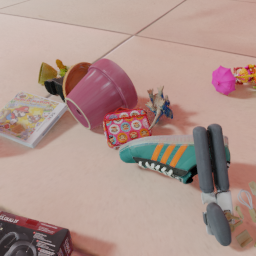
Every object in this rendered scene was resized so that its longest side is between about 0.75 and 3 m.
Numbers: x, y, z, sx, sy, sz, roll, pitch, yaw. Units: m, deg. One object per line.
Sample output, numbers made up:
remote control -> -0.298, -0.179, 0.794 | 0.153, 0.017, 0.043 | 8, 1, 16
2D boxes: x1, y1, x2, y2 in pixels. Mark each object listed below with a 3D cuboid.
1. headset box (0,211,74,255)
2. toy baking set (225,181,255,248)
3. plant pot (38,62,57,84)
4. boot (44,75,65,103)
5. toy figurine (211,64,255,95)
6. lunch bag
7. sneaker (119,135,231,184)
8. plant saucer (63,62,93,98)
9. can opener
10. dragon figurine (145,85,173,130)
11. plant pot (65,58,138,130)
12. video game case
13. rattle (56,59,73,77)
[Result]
headset box -> -2.041, 2.535, 5.047 | 1.524, 0.791, 2.048 | 10, 38, 12
toy baking set -> 2.550, 1.813, 5.789 | 0.988, 0.150, 1.287 | 37, 78, -7
plant pot -> -3.132, -2.089, 10.992 | 0.608, 0.857, 0.857 | 11, 33, -25
boot -> -1.911, -1.735, 10.502 | 2.119, 0.734, 1.845 | 29, 47, 34
toy figurine -> 4.146, -1.933, 10.388 | 2.084, 1.700, 2.265 | -5, 17, 9
lunch bag -> -0.044, -0.063, 8.171 | 1.328, 0.544, 1.170 | -10, 72, -13
sneaker -> 1.044, 0.802, 6.773 | 2.720, 0.971, 1.087 | -5, 71, 19
plant saucer -> -1.514, -1.368, 9.379 | 0.308, 1.646, 1.646 | 12, 37, 41
can opener -> 1.806, 1.130, 5.634 | 0.637, 2.389, 0.799 | -9, 6, -3
dragon figurine -> 1.035, -0.563, 8.866 | 0.653, 1.102, 2.217 | -17, 42, 17
plant pot -> -0.928, -0.926, 8.757 | 1.705, 1.905, 1.905 | -40, 51, -19
video game case -> -3.212, -0.357, 8.879 | 1.974, 0.226, 1.796 | 17, 53, 21
rattle -> -2.469, -2.687, 11.670 | 1.189, 0.849, 0.774 | -37, 31, -29
